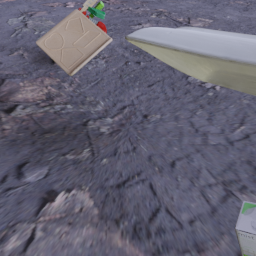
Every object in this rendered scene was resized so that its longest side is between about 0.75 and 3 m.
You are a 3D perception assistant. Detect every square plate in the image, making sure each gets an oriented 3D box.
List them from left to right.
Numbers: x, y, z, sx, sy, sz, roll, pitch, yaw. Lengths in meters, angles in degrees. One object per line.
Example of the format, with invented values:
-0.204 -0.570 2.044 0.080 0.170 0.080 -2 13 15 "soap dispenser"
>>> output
1.523 -0.611 3.158 2.316 0.332 2.338 22 10 35 "square plate"

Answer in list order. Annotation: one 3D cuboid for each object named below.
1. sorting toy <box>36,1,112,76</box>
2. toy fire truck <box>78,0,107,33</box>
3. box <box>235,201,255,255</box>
-0.736 -1.552 4.658 1.349 0.198 0.997 -44 71 -10 "sorting toy"
-1.175 -3.434 8.996 1.223 1.390 0.894 26 35 -13 "toy fire truck"
1.577 1.172 2.865 0.792 0.699 0.383 4 45 37 "box"
